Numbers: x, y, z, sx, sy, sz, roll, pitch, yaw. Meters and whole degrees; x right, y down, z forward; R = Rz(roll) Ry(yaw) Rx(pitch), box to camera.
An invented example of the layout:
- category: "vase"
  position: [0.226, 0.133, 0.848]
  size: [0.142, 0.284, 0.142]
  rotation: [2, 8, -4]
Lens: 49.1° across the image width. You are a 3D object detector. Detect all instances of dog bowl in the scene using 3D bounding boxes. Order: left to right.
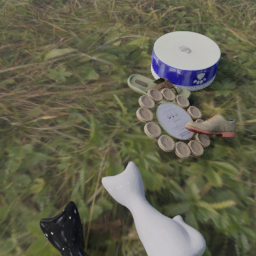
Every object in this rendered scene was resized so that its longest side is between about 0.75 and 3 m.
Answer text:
- category: "dog bowl"
  position: [1.934, -2.315, 9.551]
  size: [2.244, 0.884, 2.244]
  rotation: [0, 50, 0]

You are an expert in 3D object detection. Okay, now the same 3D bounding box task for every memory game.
- category: "memory game"
  position: [1.288, -0.184, 7.673]
  size: [2.332, 0.149, 2.332]
  rotation: [17, 49, -20]

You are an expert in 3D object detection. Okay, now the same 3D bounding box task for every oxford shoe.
- category: "oxford shoe"
  position: [2.215, -0.086, 7.508]
  size: [1.528, 0.538, 0.571]
  rotation: [7, 91, -22]

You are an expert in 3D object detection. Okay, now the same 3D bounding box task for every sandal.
- category: "sandal"
  position: [0.941, -1.278, 8.859]
  size: [2.119, 0.605, 0.842]
  rotation: [22, 54, 15]

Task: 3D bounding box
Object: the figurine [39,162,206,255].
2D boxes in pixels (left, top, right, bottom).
- category: "figurine"
  position: [-0.261, 2.135, 5.535]
  size: [2.639, 1.136, 2.575]
  rotation: [-33, 51, -11]
